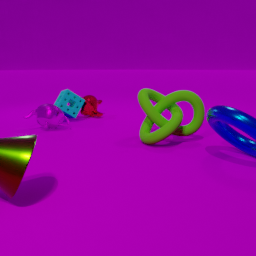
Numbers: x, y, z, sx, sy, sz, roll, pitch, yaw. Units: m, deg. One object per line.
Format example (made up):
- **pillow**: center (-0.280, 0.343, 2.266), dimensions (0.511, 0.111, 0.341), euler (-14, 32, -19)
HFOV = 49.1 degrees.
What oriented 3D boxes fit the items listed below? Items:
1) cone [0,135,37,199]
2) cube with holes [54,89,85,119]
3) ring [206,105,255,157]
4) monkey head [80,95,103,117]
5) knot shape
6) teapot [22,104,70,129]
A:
- **cone**: center (-1.900, 0.374, 3.845), dimensions (0.959, 0.956, 0.956), euler (23, 5, -21)
- **cube with holes**: center (-2.035, -0.807, 9.550), dimensions (0.709, 0.709, 0.709), euler (32, -15, -26)
- **ring**: center (2.259, 0.094, 5.561), dimensions (1.571, 0.314, 1.571), euler (37, -5, 4)
- **monkey head**: center (-1.295, -0.801, 10.179), dimensions (0.919, 0.770, 1.277), euler (13, 7, 31)
- **knot shape**: center (1.081, -0.347, 6.962), dimensions (1.633, 0.807, 1.745), euler (-3, 55, 5)
- **teapot**: center (-2.352, -0.295, 8.185), dimensions (1.345, 0.659, 0.836), euler (14, -29, -3)
